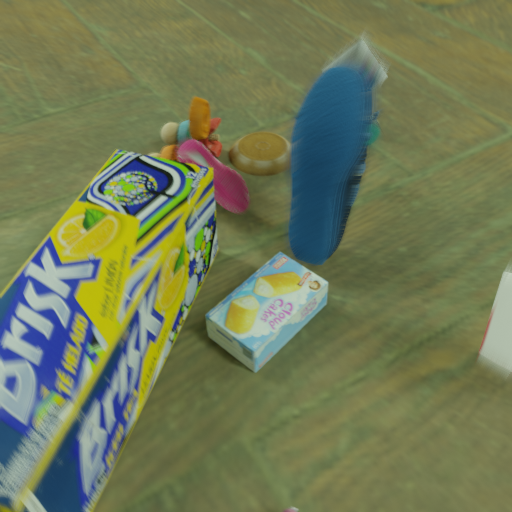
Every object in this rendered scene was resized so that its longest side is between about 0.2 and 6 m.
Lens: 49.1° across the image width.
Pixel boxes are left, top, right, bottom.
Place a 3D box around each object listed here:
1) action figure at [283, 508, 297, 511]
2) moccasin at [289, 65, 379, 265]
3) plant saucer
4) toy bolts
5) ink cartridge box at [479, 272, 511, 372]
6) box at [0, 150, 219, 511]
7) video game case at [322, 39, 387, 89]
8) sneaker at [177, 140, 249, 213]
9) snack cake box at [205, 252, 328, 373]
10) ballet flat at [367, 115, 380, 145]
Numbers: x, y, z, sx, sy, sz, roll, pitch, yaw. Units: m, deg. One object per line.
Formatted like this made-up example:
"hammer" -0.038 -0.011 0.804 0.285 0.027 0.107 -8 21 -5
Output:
"action figure" 0.209 2.737 5.514 0.971 0.723 0.650 -20 42 0
"moccasin" 0.985 -1.280 7.922 1.119 2.780 0.948 22 26 18
"plant saucer" 0.113 -1.937 10.286 1.267 0.224 1.267 0 46 0
"toy bolts" -1.304 -2.092 9.725 1.096 1.510 1.580 6 30 9
"ink cartridge box" 3.211 0.778 6.033 1.318 0.954 0.556 10 9 -21
"box" -1.920 0.806 6.643 1.521 1.657 4.730 11 47 11
"video game case" 1.782 -3.327 10.201 0.813 0.892 0.103 50 33 -13
"sneaker" -0.647 -1.250 8.955 0.568 0.616 1.396 -43 92 -2
"snack cake box" 0.166 0.723 7.530 0.875 0.511 1.522 32 54 28
"ballet flat" 1.239 -2.160 8.676 1.807 0.609 0.576 11 29 -46
